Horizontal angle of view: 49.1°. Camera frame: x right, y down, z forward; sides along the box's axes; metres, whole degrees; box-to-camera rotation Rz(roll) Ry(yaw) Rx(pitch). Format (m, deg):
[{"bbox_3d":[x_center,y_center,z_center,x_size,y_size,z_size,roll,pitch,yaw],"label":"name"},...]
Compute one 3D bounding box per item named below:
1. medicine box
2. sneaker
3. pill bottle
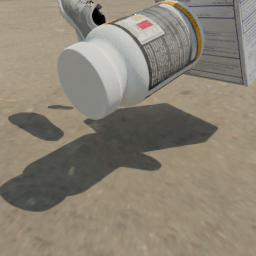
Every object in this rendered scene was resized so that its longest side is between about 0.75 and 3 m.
[{"bbox_3d":[2.205,-2.642,7.220,1.347,2.617,2.384,-43,41,-22],"label":"medicine box"},{"bbox_3d":[-0.981,-2.847,7.095,0.871,0.956,2.332,-7,61,-52],"label":"sneaker"},{"bbox_3d":[0.131,-1.405,5.610,1.653,1.653,2.841,25,46,36],"label":"pill bottle"}]
